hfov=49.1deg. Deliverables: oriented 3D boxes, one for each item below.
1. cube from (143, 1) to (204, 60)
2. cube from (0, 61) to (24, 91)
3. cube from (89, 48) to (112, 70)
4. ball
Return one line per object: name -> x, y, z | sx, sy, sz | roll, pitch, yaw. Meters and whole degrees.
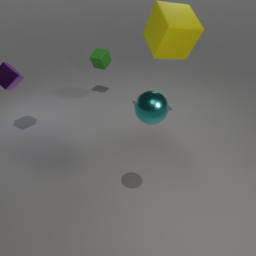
cube -> 1.565, -3.459, 10.038 | 1.400, 1.400, 1.400 | -4, 58, -23
cube -> -4.243, -1.807, 9.864 | 0.700, 0.700, 0.700 | -47, 7, -2
cube -> -1.323, -3.366, 13.626 | 0.700, 0.700, 0.700 | 17, 61, 28
ball -> 0.482, -0.421, 5.768 | 0.700, 0.700, 0.700 | 0, 31, 0
